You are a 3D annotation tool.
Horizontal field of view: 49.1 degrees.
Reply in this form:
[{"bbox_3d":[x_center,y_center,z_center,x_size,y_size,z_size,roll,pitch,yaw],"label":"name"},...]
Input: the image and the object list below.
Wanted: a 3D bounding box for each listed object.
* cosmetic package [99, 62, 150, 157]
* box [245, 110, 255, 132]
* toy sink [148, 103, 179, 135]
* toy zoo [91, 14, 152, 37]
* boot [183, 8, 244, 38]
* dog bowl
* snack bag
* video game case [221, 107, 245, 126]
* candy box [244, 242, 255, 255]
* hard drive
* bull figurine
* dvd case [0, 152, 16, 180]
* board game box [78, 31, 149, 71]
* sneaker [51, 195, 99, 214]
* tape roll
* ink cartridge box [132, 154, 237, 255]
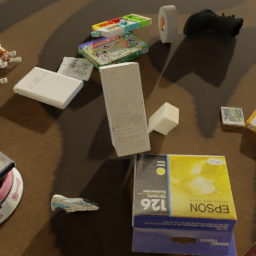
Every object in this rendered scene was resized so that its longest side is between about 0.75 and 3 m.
[{"bbox_3d":[-0.129,-0.662,8.988,1.119,2.757,1.556,-12,13,-7],"label":"cosmetic package"},{"bbox_3d":[5.264,-0.032,10.466,1.486,0.308,0.885,35,58,23],"label":"box"},{"bbox_3d":[1.313,-0.248,10.332,0.636,1.135,0.740,26,48,-17],"label":"toy sink"},{"bbox_3d":[-0.539,-5.265,14.479,2.982,0.305,1.957,-23,36,-19],"label":"toy zoo"},{"bbox_3d":[4.434,-5.218,14.393,2.235,1.009,2.727,33,53,25],"label":"boot"},{"bbox_3d":[-4.553,1.842,8.470,2.501,0.922,2.501,0,49,0],"label":"dog bowl"},{"bbox_3d":[-2.398,-2.725,12.814,1.538,0.165,1.450,6,50,4],"label":"snack bag"},{"bbox_3d":[4.084,-0.463,10.946,0.791,0.102,0.870,5,50,4],"label":"video game case"},{"bbox_3d":[4.295,2.918,7.088,2.832,1.653,0.800,-19,51,-15],"label":"candy box"},{"bbox_3d":[-3.357,-1.746,11.877,2.432,0.320,1.604,19,53,15],"label":"hard drive"},{"bbox_3d":[-5.994,-3.040,12.555,1.788,0.959,2.945,4,50,3],"label":"bull figurine"},{"bbox_3d":[-4.938,1.455,7.985,2.024,0.333,2.693,29,55,22],"label":"dvd case"},{"bbox_3d":[-0.663,-3.777,13.441,2.829,0.412,1.904,-30,57,-26],"label":"board game box"},{"bbox_3d":[-1.580,2.340,8.398,1.432,0.515,0.519,7,81,-1],"label":"sneaker"},{"bbox_3d":[1.969,-5.101,13.797,0.566,1.713,1.713,-8,50,-6],"label":"tape roll"},{"bbox_3d":[1.614,2.148,8.400,2.925,0.696,2.960,2,48,1],"label":"ink cartridge box"}]
